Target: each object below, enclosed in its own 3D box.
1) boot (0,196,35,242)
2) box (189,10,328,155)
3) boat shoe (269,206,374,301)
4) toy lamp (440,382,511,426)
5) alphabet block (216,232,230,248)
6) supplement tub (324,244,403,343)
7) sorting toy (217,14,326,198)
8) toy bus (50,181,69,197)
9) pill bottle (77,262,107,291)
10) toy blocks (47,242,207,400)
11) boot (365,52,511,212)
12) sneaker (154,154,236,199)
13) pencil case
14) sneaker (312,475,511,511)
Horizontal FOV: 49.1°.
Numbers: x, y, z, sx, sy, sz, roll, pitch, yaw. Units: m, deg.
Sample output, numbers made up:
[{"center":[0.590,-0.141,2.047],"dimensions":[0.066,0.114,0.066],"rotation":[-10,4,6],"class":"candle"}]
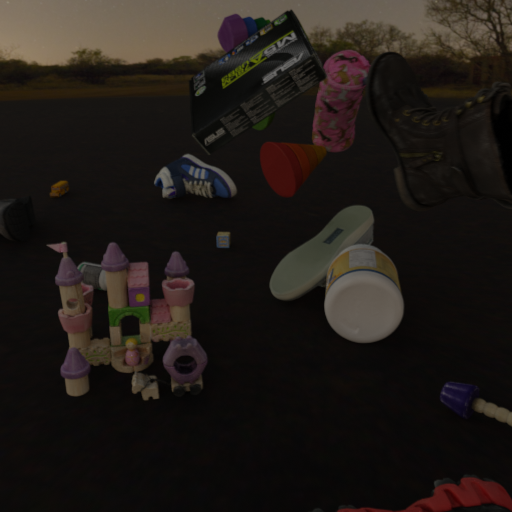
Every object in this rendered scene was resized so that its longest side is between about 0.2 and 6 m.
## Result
[{"center":[-5.945,-0.741,12.420],"dimensions":[1.693,0.898,2.572],"rotation":[-8,11,-13],"class":"boot"},{"center":[-0.063,-2.198,6.956],"dimensions":[1.689,0.401,1.631],"rotation":[-29,36,17],"class":"box"},{"center":[1.266,0.110,9.819],"dimensions":[2.422,0.862,0.845],"rotation":[-41,41,-22],"class":"boat shoe"},{"center":[2.744,1.777,6.162],"dimensions":[1.427,0.415,0.415],"rotation":[19,28,39],"class":"toy lamp"},{"center":[-0.696,-0.337,11.931],"dimensions":[0.269,0.271,0.276],"rotation":[2,20,2],"class":"alphabet block"},{"center":[1.615,0.510,8.502],"dimensions":[1.106,1.106,1.529],"rotation":[3,21,8],"class":"supplement tub"},{"center":[0.531,-3.535,12.885],"dimensions":[1.448,4.205,1.458],"rotation":[-26,11,-22],"class":"sorting toy"},{"center":[-5.630,-1.899,16.011],"dimensions":[0.260,0.313,0.800],"rotation":[1,21,4],"class":"toy bus"},{"center":[-2.732,0.370,9.813],"dimensions":[0.767,0.434,0.434],"rotation":[8,22,22],"class":"pill bottle"},{"center":[-1.678,0.630,7.340],"dimensions":[1.880,1.694,2.012],"rotation":[-3,21,-10],"class":"toy blocks"},{"center":[2.606,-1.829,7.565],"dimensions":[0.931,2.690,2.342],"rotation":[-19,2,-14],"class":"boot"},{"center":[-1.803,-1.882,15.581],"dimensions":[2.153,0.867,1.577],"rotation":[34,60,24],"class":"sneaker"},{"center":[1.903,-3.409,12.712],"dimensions":[1.088,2.516,1.041],"rotation":[17,66,6],"class":"pencil case"},{"center":[1.040,2.352,3.886],"dimensions":[2.521,0.891,1.232],"rotation":[-6,19,-19],"class":"sneaker"}]
